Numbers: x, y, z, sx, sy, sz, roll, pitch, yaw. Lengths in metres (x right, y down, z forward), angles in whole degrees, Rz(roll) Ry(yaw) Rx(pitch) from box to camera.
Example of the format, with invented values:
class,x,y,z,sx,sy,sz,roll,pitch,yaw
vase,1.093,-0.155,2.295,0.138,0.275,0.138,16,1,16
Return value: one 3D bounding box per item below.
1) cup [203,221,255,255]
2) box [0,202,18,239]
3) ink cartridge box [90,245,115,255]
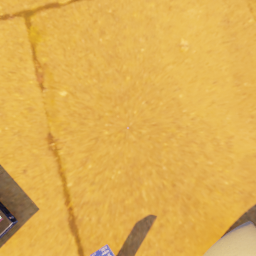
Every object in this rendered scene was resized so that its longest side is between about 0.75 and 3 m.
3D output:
class,x,y,z,sx,sy,sz,roll,pitch,yaw
cup,2.550,3.615,6.473,1.702,2.380,2.380,-23,79,10
box,-4.656,2.271,7.525,2.784,0.503,1.990,44,82,9
ink cartridge box,-0.530,3.345,6.980,0.490,1.042,0.230,-30,41,-10
